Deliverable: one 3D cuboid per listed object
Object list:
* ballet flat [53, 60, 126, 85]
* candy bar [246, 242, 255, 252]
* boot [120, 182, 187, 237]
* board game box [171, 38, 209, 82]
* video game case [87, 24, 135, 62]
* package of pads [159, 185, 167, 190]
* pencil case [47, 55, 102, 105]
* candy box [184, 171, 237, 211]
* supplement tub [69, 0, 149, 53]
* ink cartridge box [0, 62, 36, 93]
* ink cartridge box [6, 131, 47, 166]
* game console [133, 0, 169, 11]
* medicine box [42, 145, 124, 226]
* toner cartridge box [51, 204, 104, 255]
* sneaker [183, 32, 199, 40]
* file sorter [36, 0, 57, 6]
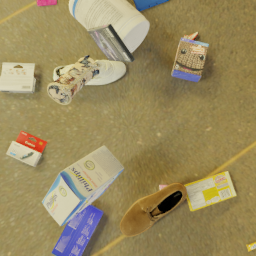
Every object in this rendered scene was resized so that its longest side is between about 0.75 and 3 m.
[{"bbox_3d":[-1.546,-2.243,11.187,2.973,1.032,1.032,-9,77,-2],"label":"ballet flat"},{"bbox_3d":[4.759,4.210,10.167,0.955,0.106,0.238,-18,78,-3],"label":"candy bar"},{"bbox_3d":[0.790,2.894,9.804,2.839,1.071,1.045,-38,81,9],"label":"boot"},{"bbox_3d":[2.517,-2.763,11.433,1.152,0.700,1.445,14,78,3],"label":"board game box"},{"bbox_3d":[-0.580,-2.683,8.992,0.171,1.805,1.289,-44,119,-9],"label":"video game case"},{"bbox_3d":[1.634,2.410,10.442,0.948,0.359,0.571,0,79,0],"label":"package of pads"},{"bbox_3d":[-1.401,-1.286,7.443,0.673,0.773,1.729,48,44,-15],"label":"pencil case"},{"bbox_3d":[3.019,2.321,10.355,1.870,0.247,0.956,-14,78,-13],"label":"candy box"},{"bbox_3d":[-0.775,-4.421,11.211,1.898,1.898,2.877,-43,80,-9],"label":"supplement tub"},{"bbox_3d":[-4.505,-2.056,11.487,1.382,0.301,1.199,2,77,1],"label":"ink cartridge box"},{"bbox_3d":[-3.915,0.771,10.862,1.203,0.269,1.060,23,79,5],"label":"ink cartridge box"},{"bbox_3d":[0.834,-6.138,12.485,1.631,0.965,1.392,-22,47,-5],"label":"game console"},{"bbox_3d":[-1.323,1.683,8.293,0.982,1.738,1.908,46,41,11],"label":"medicine box"},{"bbox_3d":[-1.786,3.733,10.096,0.976,0.444,2.056,27,78,7],"label":"toner cartridge box"},{"bbox_3d":[2.635,-3.883,11.913,0.429,0.267,0.801,39,83,5],"label":"sneaker"},{"bbox_3d":[-3.606,-5.762,12.205,0.844,0.529,0.586,-6,78,-1],"label":"file sorter"}]
